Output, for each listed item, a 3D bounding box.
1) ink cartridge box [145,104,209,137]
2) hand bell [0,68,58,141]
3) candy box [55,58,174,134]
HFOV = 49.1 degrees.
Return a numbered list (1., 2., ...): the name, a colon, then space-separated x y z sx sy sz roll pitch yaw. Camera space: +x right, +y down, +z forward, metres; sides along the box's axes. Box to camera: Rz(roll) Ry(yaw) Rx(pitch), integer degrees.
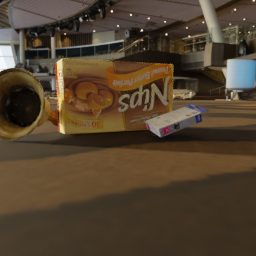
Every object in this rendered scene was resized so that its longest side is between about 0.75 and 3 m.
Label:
1. ink cartridge box: 1.059 -0.179 6.033 1.189 0.249 0.709 -22 21 -12
2. hand bell: -2.058 -0.361 7.032 1.500 1.500 2.882 2 -5 13
3. candy box: -0.268 -0.799 7.195 2.991 1.726 0.827 -3 7 -26
